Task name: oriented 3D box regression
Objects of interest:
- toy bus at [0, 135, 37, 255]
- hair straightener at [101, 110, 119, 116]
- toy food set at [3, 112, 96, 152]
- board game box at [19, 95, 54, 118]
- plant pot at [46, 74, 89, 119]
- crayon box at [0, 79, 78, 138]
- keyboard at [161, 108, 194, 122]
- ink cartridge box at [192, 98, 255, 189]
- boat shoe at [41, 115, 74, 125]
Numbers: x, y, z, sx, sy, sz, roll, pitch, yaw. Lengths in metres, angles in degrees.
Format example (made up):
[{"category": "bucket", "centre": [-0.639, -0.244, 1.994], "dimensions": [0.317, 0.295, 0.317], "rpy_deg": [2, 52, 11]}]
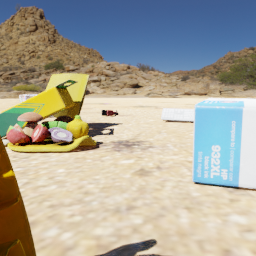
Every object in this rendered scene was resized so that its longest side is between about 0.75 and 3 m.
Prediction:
[{"category": "toy bus", "centre": [-1.355, 0.661, 0.217], "dimensions": [2.375, 1.678, 2.473], "rpy_deg": [-15, 13, -10]}, {"category": "hair straightener", "centre": [-1.064, -0.871, 15.372], "dimensions": [0.724, 0.385, 1.883], "rpy_deg": [2, 8, 18]}, {"category": "toy food set", "centre": [-2.068, 0.052, 6.838], "dimensions": [2.566, 0.838, 1.510], "rpy_deg": [-1, 8, -5]}, {"category": "board game box", "centre": [-4.669, -1.214, 15.034], "dimensions": [1.885, 1.145, 2.364], "rpy_deg": [-4, 9, -27]}, {"category": "plant pot", "centre": [-2.298, -1.134, 10.279], "dimensions": [1.303, 1.478, 1.478], "rpy_deg": [15, -36, -7]}, {"category": "crayon box", "centre": [-2.625, -0.562, 8.300], "dimensions": [2.617, 0.675, 1.645], "rpy_deg": [-26, 7, 2]}, {"category": "keyboard", "centre": [2.905, -0.544, 12.104], "dimensions": [2.874, 0.153, 0.809], "rpy_deg": [4, 46, 13]}, {"category": "ink cartridge box", "centre": [2.665, 0.169, 4.485], "dimensions": [2.930, 1.227, 2.126], "rpy_deg": [3, 8, 21]}, {"category": "boat shoe", "centre": [-2.197, -0.059, 9.092], "dimensions": [0.493, 0.526, 1.460], "rpy_deg": [10, 17, 24]}]
